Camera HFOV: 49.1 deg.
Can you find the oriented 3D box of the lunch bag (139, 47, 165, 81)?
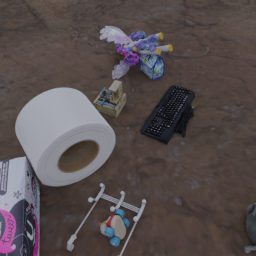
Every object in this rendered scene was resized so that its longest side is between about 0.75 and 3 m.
[{"bbox_3d":[0.981,-2.734,11.569,0.761,1.195,1.016,-27,55,-21],"label":"lunch bag"}]

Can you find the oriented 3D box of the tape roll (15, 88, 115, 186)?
[{"bbox_3d":[-1.800,0.278,8.188,2.447,2.447,1.680,-27,55,-21],"label":"tape roll"}]

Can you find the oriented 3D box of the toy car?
[{"bbox_3d":[-0.497,2.584,7.346,0.784,0.693,0.722,-7,30,33],"label":"toy car"}]

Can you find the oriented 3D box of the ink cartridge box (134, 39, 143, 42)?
[{"bbox_3d":[0.767,-3.654,12.905,0.623,0.361,1.070,-22,52,-18],"label":"ink cartridge box"}]

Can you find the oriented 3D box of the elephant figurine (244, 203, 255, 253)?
[{"bbox_3d":[3.708,2.100,6.960,1.355,1.915,1.485,2,50,2],"label":"elephant figurine"}]

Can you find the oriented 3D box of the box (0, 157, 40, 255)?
[{"bbox_3d":[-3.245,2.346,6.947,1.849,1.606,2.799,-9,50,-8],"label":"box"}]

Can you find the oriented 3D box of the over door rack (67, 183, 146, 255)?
[{"bbox_3d":[-0.514,2.509,7.453,1.468,0.662,1.987,18,52,16],"label":"over door rack"}]

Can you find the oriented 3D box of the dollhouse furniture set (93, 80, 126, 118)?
[{"bbox_3d":[-0.658,-1.247,10.207,0.938,1.331,0.933,18,52,15],"label":"dollhouse furniture set"}]

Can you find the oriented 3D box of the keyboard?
[{"bbox_3d":[1.703,-0.668,10.237,1.501,0.572,2.885,22,54,18],"label":"keyboard"}]

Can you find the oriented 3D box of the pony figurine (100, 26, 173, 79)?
[{"bbox_3d":[0.246,-3.270,11.608,2.538,2.113,2.450,1,20,31],"label":"pony figurine"}]
